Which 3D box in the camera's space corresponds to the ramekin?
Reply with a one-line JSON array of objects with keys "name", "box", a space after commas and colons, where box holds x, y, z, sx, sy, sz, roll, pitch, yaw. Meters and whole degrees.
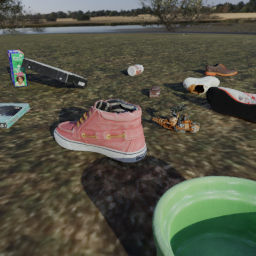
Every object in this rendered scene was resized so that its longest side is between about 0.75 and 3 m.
[{"name": "ramekin", "box": [1.287, 1.526, 3.290, 2.034, 0.994, 2.034, 0, 23, 0]}]

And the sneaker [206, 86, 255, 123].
[{"name": "sneaker", "box": [3.863, -0.839, 9.237, 1.290, 0.804, 2.407, -16, 31, -35]}]

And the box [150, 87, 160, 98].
[{"name": "box", "box": [1.098, -1.467, 11.389, 0.376, 0.281, 0.751, 4, 22, 10]}]

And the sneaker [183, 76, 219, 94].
[{"name": "sneaker", "box": [3.182, -1.686, 11.703, 1.791, 0.652, 0.758, -8, 49, -25]}]

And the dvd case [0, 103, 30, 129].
[{"name": "dvd case", "box": [-4.427, -0.404, 8.761, 2.154, 0.237, 1.572, 0, 25, 6]}]

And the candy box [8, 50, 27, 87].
[{"name": "candy box", "box": [-5.092, -2.766, 12.889, 0.576, 1.497, 1.265, -11, 25, -25]}]

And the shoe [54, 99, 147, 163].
[{"name": "shoe", "box": [-0.785, -0.103, 6.741, 2.702, 1.229, 0.965, 12, 29, 32]}]

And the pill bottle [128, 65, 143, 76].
[{"name": "pill bottle", "box": [0.427, -3.110, 15.000, 0.516, 0.516, 0.919, 15, 26, 31]}]

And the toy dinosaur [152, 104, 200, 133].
[{"name": "toy dinosaur", "box": [1.389, -0.212, 8.037, 1.305, 0.666, 0.885, 24, 43, 3]}]

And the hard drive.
[{"name": "hard drive", "box": [-3.057, -2.312, 11.802, 2.326, 0.440, 1.625, 21, 7, 20]}]

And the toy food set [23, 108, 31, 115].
[{"name": "toy food set", "box": [-3.654, -0.577, 9.411, 0.615, 0.152, 0.967, 2, 23, 4]}]

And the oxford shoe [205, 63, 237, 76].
[{"name": "oxford shoe", "box": [4.988, -3.126, 14.915, 1.653, 0.600, 0.589, 1, 23, 2]}]
